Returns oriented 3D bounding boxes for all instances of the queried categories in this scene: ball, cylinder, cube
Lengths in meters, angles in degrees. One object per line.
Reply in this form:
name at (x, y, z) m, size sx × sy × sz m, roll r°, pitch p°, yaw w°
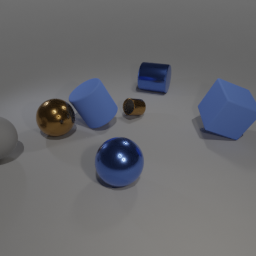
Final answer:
ball at (-2.649, -0.380, 10.275) m, size 1.400 × 1.400 × 1.400 m, roll 0°, pitch 30°, yaw 0°
cylinder at (-1.321, -0.953, 10.783) m, size 1.400 × 1.400 × 1.400 m, roll -23°, pitch 33°, yaw 16°
ball at (-0.243, 0.955, 7.964) m, size 1.400 × 1.400 × 1.400 m, roll 0°, pitch 30°, yaw 0°
ball at (-4.232, 0.320, 8.857) m, size 1.400 × 1.400 × 1.400 m, roll 0°, pitch 30°, yaw 0°
cylinder at (0.259, -0.868, 11.593) m, size 0.700 × 0.700 × 0.700 m, roll -1°, pitch 23°, yaw -44°
cylinder at (1.336, -2.527, 13.983) m, size 1.400 × 1.400 × 1.400 m, roll 10°, pitch 31°, yaw 17°
cube at (3.578, -0.667, 10.059) m, size 1.400 × 1.400 × 1.400 m, roll 17°, pitch 39°, yaw -15°
